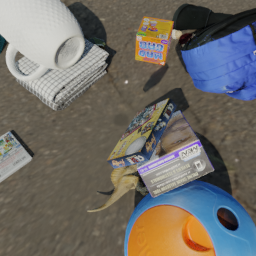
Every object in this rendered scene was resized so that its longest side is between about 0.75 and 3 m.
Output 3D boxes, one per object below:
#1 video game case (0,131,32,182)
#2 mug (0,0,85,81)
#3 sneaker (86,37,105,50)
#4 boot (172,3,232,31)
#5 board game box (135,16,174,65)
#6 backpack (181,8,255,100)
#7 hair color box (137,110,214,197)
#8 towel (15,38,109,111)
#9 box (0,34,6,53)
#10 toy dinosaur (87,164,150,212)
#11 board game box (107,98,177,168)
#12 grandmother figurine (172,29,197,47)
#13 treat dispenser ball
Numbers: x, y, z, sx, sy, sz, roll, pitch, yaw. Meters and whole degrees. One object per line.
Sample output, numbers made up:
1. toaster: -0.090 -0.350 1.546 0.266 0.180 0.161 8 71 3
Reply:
1. video game case: -4.013 0.974 8.789 1.509 0.166 1.376 -38 64 -22
2. mug: -2.912 -2.853 9.084 2.516 2.119 2.870 42 103 16
3. sneaker: -1.529 -3.553 11.738 1.211 0.406 0.543 8 54 1
4. boot: 3.427 -4.295 11.454 2.294 1.036 2.799 32 39 29
5. board game box: 1.044 -3.468 11.152 1.230 1.229 1.229 13 57 9
6. backpack: 2.759 -1.732 6.952 2.514 2.043 2.110 -21 100 1
7. hair color box: 0.895 0.427 6.206 1.282 0.760 2.346 -27 16 9
8. towel: -2.402 -2.161 10.327 2.356 1.218 2.846 35 64 23
9. box: -5.858 -4.419 12.114 1.183 0.707 2.875 0 56 0
10. toy dinosaur: 0.073 1.571 8.180 1.423 0.819 2.814 10 47 25
11. board game box: 0.219 0.077 4.244 0.196 0.768 1.134 47 51 -19
12. grandmother figurine: 2.577 -3.705 11.784 1.687 0.511 1.023 32 52 17
13. treat dispenser ball: 1.353 2.584 6.094 2.870 2.870 2.870 0 56 0
